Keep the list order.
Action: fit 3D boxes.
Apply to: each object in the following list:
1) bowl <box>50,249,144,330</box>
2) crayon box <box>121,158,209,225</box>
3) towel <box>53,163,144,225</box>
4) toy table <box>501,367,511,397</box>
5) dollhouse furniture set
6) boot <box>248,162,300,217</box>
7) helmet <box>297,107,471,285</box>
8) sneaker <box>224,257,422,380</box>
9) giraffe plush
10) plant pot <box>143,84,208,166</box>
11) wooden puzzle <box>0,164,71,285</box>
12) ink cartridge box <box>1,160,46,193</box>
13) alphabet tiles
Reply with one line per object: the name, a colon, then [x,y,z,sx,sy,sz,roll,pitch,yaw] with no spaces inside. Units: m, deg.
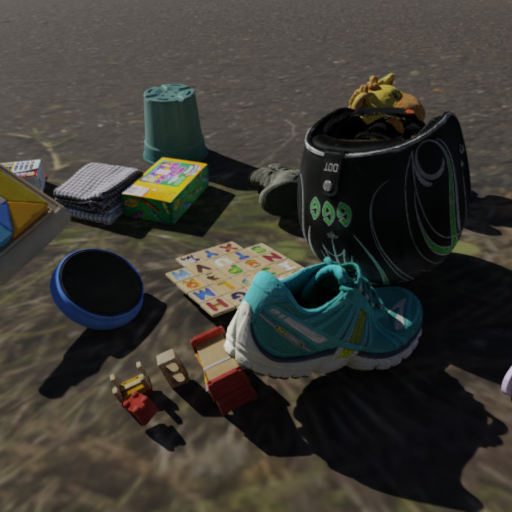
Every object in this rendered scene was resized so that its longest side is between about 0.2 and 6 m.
bowl: [-2.129,0.412,7.624,1.263,0.248,1.263,20,41,-18]
crayon box: [-1.636,-1.235,10.348,0.982,0.482,1.654,11,35,16]
towel: [-2.837,-1.205,10.201,1.169,0.604,1.412,12,36,18]
toy table: [3.133,1.437,6.399,0.608,0.559,0.356,-35,30,-25]
dollhouse furniture set: [-0.829,1.500,6.368,1.464,0.595,0.788,-25,38,-5]
boot: [0.310,-1.272,10.430,1.188,0.616,1.818,17,30,32]
helmet: [1.793,-0.767,7.940,2.516,2.399,2.516,-11,31,7]
sneaker: [1.039,0.653,6.609,3.036,1.209,1.177,-2,27,-41]
giraffe plush: [2.465,-2.357,10.684,2.420,1.962,2.088,2,34,3]
plant pot: [-1.763,-2.788,11.809,1.414,1.384,1.414,-1,35,1]
wooden puzzle: [-3.638,-0.678,7.521,1.838,0.342,1.701,39,38,-9]
ink cartridge box: [-4.690,-1.485,10.726,1.149,0.482,1.008,-7,34,-10]
alphabet tiles: [-0.223,0.286,8.042,1.734,0.066,2.084,-17,31,-30]
